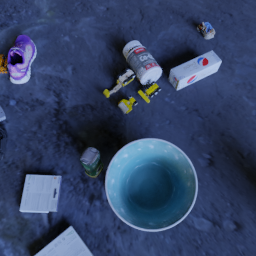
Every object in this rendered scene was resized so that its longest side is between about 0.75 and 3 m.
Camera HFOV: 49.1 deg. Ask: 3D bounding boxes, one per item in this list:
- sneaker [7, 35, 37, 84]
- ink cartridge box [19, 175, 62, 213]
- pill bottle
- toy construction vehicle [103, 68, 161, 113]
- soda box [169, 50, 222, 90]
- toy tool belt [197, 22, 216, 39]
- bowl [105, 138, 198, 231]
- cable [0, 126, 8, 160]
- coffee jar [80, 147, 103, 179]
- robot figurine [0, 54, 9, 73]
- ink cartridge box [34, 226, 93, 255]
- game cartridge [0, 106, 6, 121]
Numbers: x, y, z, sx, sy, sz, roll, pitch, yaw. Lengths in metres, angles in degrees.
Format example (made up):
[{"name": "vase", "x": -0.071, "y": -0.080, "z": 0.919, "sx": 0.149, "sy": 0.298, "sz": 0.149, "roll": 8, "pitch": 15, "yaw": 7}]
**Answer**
[{"name": "sneaker", "x": -4.914, "y": -3.356, "z": 12.767, "sx": 1.055, "sy": 1.160, "sz": 2.623, "roll": -2, "pitch": 63, "yaw": 1}, {"name": "ink cartridge box", "x": -3.184, "y": 2.424, "z": 10.374, "sx": 1.374, "sy": 0.279, "sz": 1.371, "roll": 2, "pitch": 64, "yaw": 1}, {"name": "pill bottle", "x": 0.599, "y": -2.962, "z": 12.592, "sx": 1.086, "sy": 1.086, "sz": 1.907, "roll": -26, "pitch": 66, "yaw": -12}, {"name": "toy construction vehicle", "x": 0.161, "y": -1.590, "z": 12.242, "sx": 1.990, "sy": 0.701, "sz": 1.732, "roll": -42, "pitch": 82, "yaw": -15}, {"name": "soda box", "x": 2.997, "y": -2.582, "z": 12.582, "sx": 2.296, "sy": 0.782, "sz": 0.731, "roll": -26, "pitch": 66, "yaw": -13}, {"name": "toy tool belt", "x": 3.902, "y": -4.944, "z": 13.840, "sx": 0.643, "sy": 0.633, "sz": 1.030, "roll": -24, "pitch": 66, "yaw": -12}, {"name": "bowl", "x": 0.789, "y": 1.994, "z": 9.738, "sx": 2.991, "sy": 1.565, "sz": 2.991, "roll": -1, "pitch": 71, "yaw": 4}, {"name": "cable", "x": -5.572, "y": 0.629, "z": 11.240, "sx": 1.443, "sy": 0.449, "sz": 1.769, "roll": -14, "pitch": 61, "yaw": 2}, {"name": "coffee jar", "x": -1.282, "y": 1.289, "z": 10.102, "sx": 0.579, "sy": 1.357, "sz": 0.708, "roll": 23, "pitch": 62, "yaw": 17}, {"name": "robot figurine", "x": -5.750, "y": -2.962, "z": 13.034, "sx": 0.794, "sy": 0.319, "sz": 1.096, "roll": 0, "pitch": 63, "yaw": 0}, {"name": "ink cartridge box", "x": -2.072, "y": 4.514, "z": 9.291, "sx": 1.746, "sy": 0.355, "sz": 1.749, "roll": -36, "pitch": 69, "yaw": -16}, {"name": "game cartridge", "x": -5.833, "y": -0.711, "z": 11.789, "sx": 0.942, "sy": 0.289, "sz": 1.414, "roll": -33, "pitch": 64, "yaw": -33}]
